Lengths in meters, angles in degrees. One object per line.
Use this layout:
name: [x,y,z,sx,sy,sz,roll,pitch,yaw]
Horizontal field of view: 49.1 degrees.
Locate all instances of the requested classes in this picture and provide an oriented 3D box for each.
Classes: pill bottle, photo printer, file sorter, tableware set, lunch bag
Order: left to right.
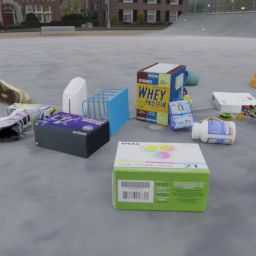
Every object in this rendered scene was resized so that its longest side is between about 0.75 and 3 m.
photo printer: [-1.914,-0.903,10.157,0.598,1.433,1.722,3,27,1]
file sorter: [-0.749,-0.656,10.015,1.075,1.216,1.752,4,23,20]
lunch bag: [1.809,-0.510,9.651,0.764,1.015,0.477,-10,-4,-7]
pill bottle: [2.667,0.115,8.793,1.235,0.692,0.692,4,23,8]
tableware set: [3.597,-0.330,10.419,1.641,0.252,1.105,-12,26,-27]

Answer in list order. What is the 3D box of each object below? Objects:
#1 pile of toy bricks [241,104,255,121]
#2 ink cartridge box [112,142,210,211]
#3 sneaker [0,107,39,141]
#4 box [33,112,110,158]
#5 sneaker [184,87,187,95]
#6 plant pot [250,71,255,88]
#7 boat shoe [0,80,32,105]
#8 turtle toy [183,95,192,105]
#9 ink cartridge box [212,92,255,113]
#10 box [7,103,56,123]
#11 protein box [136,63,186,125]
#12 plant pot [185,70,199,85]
pile of toy bricks: [4.831,-0.434,10.378,0.622,0.554,1.122,-45,30,-5]
ink cartridge box: [0.701,0.775,6.819,1.945,0.997,2.632,1,24,2]
sneaker: [-3.586,-0.032,9.208,1.360,0.756,1.944,23,41,40]
box: [-1.719,0.152,8.657,1.926,0.760,1.360,11,28,23]
sneaker: [2.329,-2.078,14.134,1.492,0.618,0.535,45,19,18]
plant pot: [7.495,-2.930,15.038,1.567,1.434,1.567,0,22,0]
boat shoe: [-5.320,-1.570,12.785,2.637,0.945,1.004,28,21,35]
turtle toy: [2.355,-1.136,12.034,0.924,0.467,0.674,-7,0,-22]
ink cartridge box: [4.616,-1.113,12.089,1.621,0.407,1.868,3,23,5]
box: [-3.604,-0.552,10.556,1.720,0.553,0.603,5,24,10]
protein box: [1.294,-1.377,10.768,1.285,1.891,1.905,11,25,25]
plant pot: [3.496,-2.703,15.494,0.753,0.802,0.802,12,20,-13]
